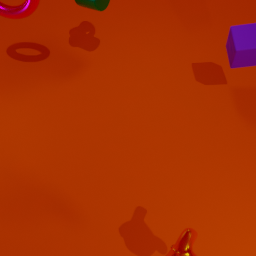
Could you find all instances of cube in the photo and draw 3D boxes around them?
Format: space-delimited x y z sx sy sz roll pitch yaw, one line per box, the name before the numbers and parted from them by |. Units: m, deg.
cube | 3.252 -2.260 7.730 0.833 0.833 0.833 -5 66 8

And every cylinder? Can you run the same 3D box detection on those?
cylinder | -1.008 -3.771 7.904 0.773 0.773 0.773 24 59 24

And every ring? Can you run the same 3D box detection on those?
ring | -2.959 -3.439 6.811 1.629 1.629 0.326 2 49 1

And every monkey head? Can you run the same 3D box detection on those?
monkey head | 0.906 2.037 4.005 0.832 1.382 0.994 28 85 40
